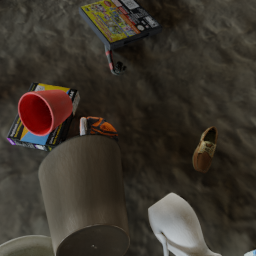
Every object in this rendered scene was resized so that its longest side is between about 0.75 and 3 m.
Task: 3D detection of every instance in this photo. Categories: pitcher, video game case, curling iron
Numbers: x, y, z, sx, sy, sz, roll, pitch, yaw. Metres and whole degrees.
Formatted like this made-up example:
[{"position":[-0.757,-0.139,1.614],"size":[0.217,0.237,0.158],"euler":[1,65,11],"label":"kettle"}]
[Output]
[{"position":[1.126,2.563,6.537],"size":[1.552,1.097,1.809],"euler":[-14,64,-46],"label":"pitcher"},{"position":[-0.322,-4.251,11.005],"size":[2.340,0.330,2.590],"euler":[-25,60,-19],"label":"video game case"},{"position":[-0.592,-2.722,10.312],"size":[0.552,0.284,2.225],"euler":[-3,52,-27],"label":"curling iron"}]

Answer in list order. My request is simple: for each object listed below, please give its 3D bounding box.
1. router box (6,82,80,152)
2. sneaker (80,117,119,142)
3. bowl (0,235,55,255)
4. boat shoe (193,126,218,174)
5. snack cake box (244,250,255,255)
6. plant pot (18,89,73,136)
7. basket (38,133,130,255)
[{"position":[-2.563,-0.351,8.737],"size":[1.577,0.540,2.114],"euler":[9,60,5],"label":"router box"},{"position":[-0.787,0.567,8.087],"size":[1.109,0.768,1.979],"euler":[-1,70,-14],"label":"sneaker"},{"position":[-2.114,3.659,5.864],"size":[2.486,1.117,2.486],"euler":[12,51,-15],"label":"bowl"},{"position":[2.282,0.582,8.188],"size":[0.563,0.550,1.489],"euler":[17,61,10],"label":"boat shoe"},{"position":[3.799,3.802,6.153],"size":[2.379,0.799,1.368],"euler":[15,60,9],"label":"snack cake box"},{"position":[-2.202,-0.527,7.764],"size":[1.229,1.229,1.087],"euler":[27,31,15],"label":"plant pot"},{"position":[-0.963,1.635,6.301],"size":[2.296,1.732,2.547],"euler":[-30,35,5],"label":"basket"}]
